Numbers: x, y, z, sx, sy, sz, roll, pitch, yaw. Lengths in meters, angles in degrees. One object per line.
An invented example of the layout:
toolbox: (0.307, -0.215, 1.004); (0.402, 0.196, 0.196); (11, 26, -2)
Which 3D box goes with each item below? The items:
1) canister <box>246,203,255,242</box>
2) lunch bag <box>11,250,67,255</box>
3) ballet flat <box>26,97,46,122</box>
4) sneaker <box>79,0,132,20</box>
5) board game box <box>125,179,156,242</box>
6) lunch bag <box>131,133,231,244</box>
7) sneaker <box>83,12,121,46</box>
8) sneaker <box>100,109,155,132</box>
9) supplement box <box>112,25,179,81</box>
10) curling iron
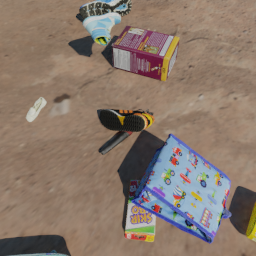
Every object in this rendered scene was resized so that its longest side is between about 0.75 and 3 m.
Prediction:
canister: (4.541, 2.905, 7.872); (1.986, 0.860, 1.475); (23, 56, 18)
lunch bag: (-2.406, 4.079, 6.936); (2.345, 0.904, 1.881); (-2, 50, -1)
ballet flat: (-3.629, -0.769, 10.939); (0.419, 0.419, 1.169); (17, 55, 13)
sneaker: (-1.287, -6.340, 14.888); (2.906, 1.139, 1.307); (-21, 44, -25)
board game box: (0.418, 2.478, 8.569); (0.875, 0.275, 1.832); (6, 56, 2)
lunch bag: (1.878, 1.875, 8.424); (2.801, 1.318, 2.109); (31, 55, 2)
sneaker: (-0.801, -3.747, 10.766); (1.718, 0.683, 1.122); (-26, 85, -32)
sneaker: (-0.038, -0.311, 10.297); (2.160, 0.755, 0.972); (10, 17, 38)
supplement box: (0.769, -3.280, 12.246); (2.527, 1.304, 1.654); (18, 55, 13)
curling iron: (-0.014, 0.102, 10.155); (2.606, 0.646, 0.333); (-38, 77, -24)
